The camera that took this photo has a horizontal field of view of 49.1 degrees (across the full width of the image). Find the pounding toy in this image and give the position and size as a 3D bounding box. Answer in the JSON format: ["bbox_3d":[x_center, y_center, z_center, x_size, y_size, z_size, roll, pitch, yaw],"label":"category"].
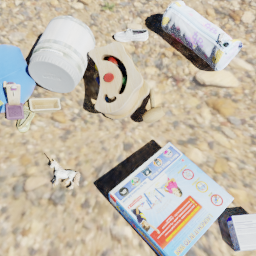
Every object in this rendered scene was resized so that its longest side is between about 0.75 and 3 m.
[{"bbox_3d":[-0.170,-1.125,8.810,1.640,1.645,2.867,-32,68,11],"label":"pounding toy"}]

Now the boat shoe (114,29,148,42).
[{"bbox_3d":[0.118,-3.503,10.461,1.285,0.440,0.463,5,60,3],"label":"boat shoe"}]

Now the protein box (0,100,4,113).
[{"bbox_3d":[-4.573,-0.508,8.479,1.068,0.721,1.061,8,70,4],"label":"protein box"}]

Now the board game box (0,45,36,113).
[{"bbox_3d":[-4.045,-1.609,9.277,1.790,0.441,2.266,-26,83,0],"label":"board game box"}]

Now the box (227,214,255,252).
[{"bbox_3d":[2.960,2.588,6.939,0.742,0.423,0.807,-4,61,-2],"label":"box"}]

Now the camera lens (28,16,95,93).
[{"bbox_3d":[-2.096,-2.417,9.109,1.677,1.677,2.096,12,61,7],"label":"camera lens"}]

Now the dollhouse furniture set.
[{"bbox_3d":[-2.884,-1.128,8.482,1.606,1.140,1.273,-4,59,-23],"label":"dollhouse furniture set"}]

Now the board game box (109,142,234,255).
[{"bbox_3d":[1.066,1.821,7.111,2.251,0.629,2.204,-36,65,-24],"label":"board game box"}]

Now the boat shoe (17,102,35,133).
[{"bbox_3d":[-3.187,-0.397,8.713,0.406,0.350,1.114,7,60,4],"label":"boat shoe"}]

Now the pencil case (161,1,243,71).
[{"bbox_3d":[2.491,-3.254,9.816,2.915,1.322,1.212,47,110,25],"label":"pencil case"}]

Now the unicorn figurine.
[{"bbox_3d":[-1.831,1.291,7.762,1.058,0.391,0.727,16,50,-7],"label":"unicorn figurine"}]

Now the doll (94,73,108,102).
[{"bbox_3d":[-0.516,-1.230,9.188,1.042,0.370,1.527,-34,71,-18],"label":"doll"}]
